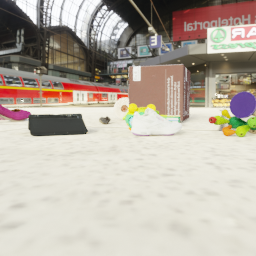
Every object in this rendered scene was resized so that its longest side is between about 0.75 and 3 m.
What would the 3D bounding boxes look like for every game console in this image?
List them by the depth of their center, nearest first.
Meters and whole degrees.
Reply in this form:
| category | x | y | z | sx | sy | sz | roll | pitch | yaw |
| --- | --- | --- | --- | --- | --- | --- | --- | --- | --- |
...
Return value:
| category | x | y | z | sx | sy | sz | roll | pitch | yaw |
| --- | --- | --- | --- | --- | --- | --- | --- | --- | --- |
| game console | -1.998 | 0.068 | 7.835 | 1.472 | 0.857 | 1.294 | -2 | -25 | -22 |

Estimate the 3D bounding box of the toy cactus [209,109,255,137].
| category | x | y | z | sx | sy | sz | roll | pitch | yaw |
| --- | --- | --- | --- | --- | --- | --- | --- | --- | --- |
| toy cactus | 3.216 | -0.185 | 7.263 | 1.974 | 1.010 | 1.629 | -7 | -8 | 26 |

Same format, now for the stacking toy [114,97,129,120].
| category | x | y | z | sx | sy | sz | roll | pitch | yaw |
| --- | --- | --- | --- | --- | --- | --- | --- | --- | --- |
| stacking toy | 0.024 | -0.803 | 13.981 | 1.121 | 1.121 | 1.535 | 2 | -10 | 18 |

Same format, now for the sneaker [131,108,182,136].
| category | x | y | z | sx | sy | sz | roll | pitch | yaw |
| --- | --- | --- | --- | --- | --- | --- | --- | --- | --- |
| sneaker | 0.769 | -0.150 | 7.134 | 1.416 | 0.705 | 0.530 | -1 | 4 | -23 |

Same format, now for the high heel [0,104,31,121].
| category | x | y | z | sx | sy | sz | roll | pitch | yaw |
| --- | --- | --- | --- | --- | --- | --- | --- | --- | --- |
| high heel | -5.265 | -0.947 | 12.093 | 0.931 | 1.328 | 2.763 | 5 | 8 | 23 |

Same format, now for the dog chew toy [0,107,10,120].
| category | x | y | z | sx | sy | sz | roll | pitch | yaw |
| --- | --- | --- | --- | --- | --- | --- | --- | --- | --- |
| dog chew toy | -6.072 | -0.715 | 13.593 | 0.736 | 0.736 | 1.183 | 3 | 0 | 27 |

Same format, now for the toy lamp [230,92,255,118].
| category | x | y | z | sx | sy | sz | roll | pitch | yaw |
| --- | --- | --- | --- | --- | --- | --- | --- | --- | --- |
| toy lamp | 3.713 | -0.407 | 7.872 | 0.767 | 0.767 | 2.635 | 5 | -6 | 44 |

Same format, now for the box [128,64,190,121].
| category | x | y | z | sx | sy | sz | roll | pitch | yaw |
| --- | --- | --- | --- | --- | --- | --- | --- | --- | --- |
| box | 1.548 | -1.536 | 12.923 | 2.365 | 2.389 | 2.880 | 2 | 5 | 17 |

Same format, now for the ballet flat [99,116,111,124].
| category | x | y | z | sx | sy | sz | roll | pitch | yaw |
| --- | --- | --- | --- | --- | --- | --- | --- | --- | --- |
| ballet flat | -0.938 | -0.274 | 11.104 | 0.257 | 0.373 | 1.108 | -44 | 0 | 12 |

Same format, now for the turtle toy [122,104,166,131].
| category | x | y | z | sx | sy | sz | roll | pitch | yaw |
| --- | --- | --- | --- | --- | --- | --- | --- | --- | --- |
| turtle toy | 0.494 | -0.201 | 7.767 | 1.309 | 0.662 | 0.954 | 2 | -18 | -2 |

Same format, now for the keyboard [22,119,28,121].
| category | x | y | z | sx | sy | sz | roll | pitch | yaw |
| --- | --- | --- | --- | --- | --- | --- | --- | --- | --- |
| keyboard | -4.858 | -0.354 | 13.025 | 1.270 | 0.068 | 0.358 | -4 | 12 | -38 |

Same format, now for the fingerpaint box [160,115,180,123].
| category | x | y | z | sx | sy | sz | roll | pitch | yaw |
| --- | --- | --- | --- | --- | --- | --- | --- | --- | --- |
| fingerpaint box | 1.346 | -0.265 | 10.107 | 1.048 | 0.384 | 0.874 | 1 | 6 | 9 |
